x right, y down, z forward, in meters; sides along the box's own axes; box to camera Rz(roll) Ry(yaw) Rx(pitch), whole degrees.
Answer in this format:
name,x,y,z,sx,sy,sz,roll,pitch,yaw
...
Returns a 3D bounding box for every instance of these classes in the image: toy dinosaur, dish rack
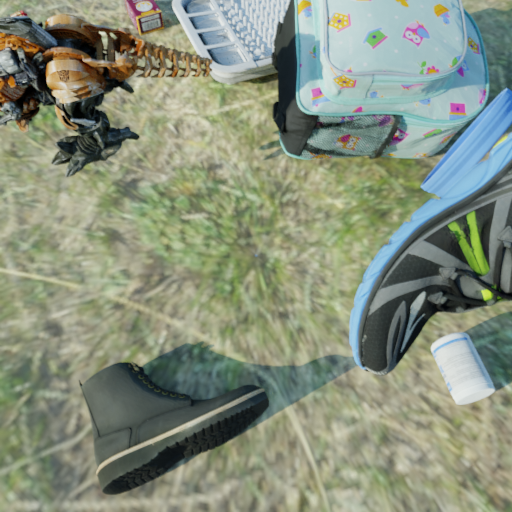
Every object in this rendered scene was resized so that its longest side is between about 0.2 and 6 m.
name,x,y,z,sx,sy,sz,roll,pitch,yaw
toy dinosaur,-2.503,-2.305,7.438,3.572,2.424,1.824,16,76,1
dish rack,0.172,-4.876,12.024,3.414,0.743,2.930,-19,59,-12

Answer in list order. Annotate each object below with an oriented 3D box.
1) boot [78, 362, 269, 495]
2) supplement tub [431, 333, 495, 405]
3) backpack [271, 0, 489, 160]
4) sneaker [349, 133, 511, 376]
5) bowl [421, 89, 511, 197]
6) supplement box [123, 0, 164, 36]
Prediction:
name,x,y,z,sx,sy,sz,roll,pitch,yaw
boot,-1.192,1.904,7.653,2.390,0.926,1.653,-21,55,-14
supplement tub,2.929,1.597,7.983,0.583,0.583,0.884,-12,58,-7
backpack,2.280,-3.351,9.858,3.537,2.711,3.109,5,67,-14
sneaker,2.200,0.027,5.409,3.266,1.158,1.353,-44,62,8
bowl,2.981,-1.517,7.772,0.333,1.696,1.696,40,65,5
supplement box,-2.544,-5.507,12.590,0.579,0.450,1.050,-22,60,-14
